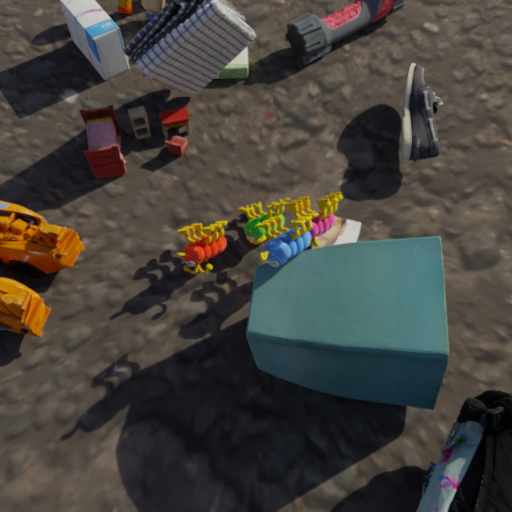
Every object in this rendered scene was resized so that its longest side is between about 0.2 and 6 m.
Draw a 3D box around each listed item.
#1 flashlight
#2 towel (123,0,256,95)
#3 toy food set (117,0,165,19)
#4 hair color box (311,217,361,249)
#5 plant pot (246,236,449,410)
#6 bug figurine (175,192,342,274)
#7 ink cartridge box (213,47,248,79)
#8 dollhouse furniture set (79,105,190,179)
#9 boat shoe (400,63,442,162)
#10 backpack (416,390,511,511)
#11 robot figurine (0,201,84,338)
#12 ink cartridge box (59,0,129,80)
[{"bbox_3d":[1.704,-4.642,10.693,2.540,0.863,0.860,-31,64,-17],"label":"flashlight"},{"bbox_3d":[-1.055,-3.486,9.024,1.638,1.978,0.847,-35,84,20],"label":"towel"},{"bbox_3d":[-1.426,-5.358,11.181,2.655,1.195,1.268,-13,46,-27],"label":"toy food set"},{"bbox_3d":[1.126,-0.041,8.329,0.613,0.364,1.122,15,58,11],"label":"hair color box"},{"bbox_3d":[1.121,0.825,7.156,2.304,1.627,1.628,2,56,11],"label":"plant pot"},{"bbox_3d":[0.114,-0.292,7.788,1.910,0.634,2.463,-28,18,-39],"label":"bug figurine"},{"bbox_3d":[-0.631,-3.894,10.597,0.931,0.307,1.280,-2,62,-1],"label":"ink cartridge box"},{"bbox_3d":[-1.935,-1.999,9.265,1.761,0.716,0.948,-13,61,-7],"label":"dollhouse furniture set"},{"bbox_3d":[2.779,-2.407,9.387,0.623,0.722,1.987,5,62,11],"label":"boat shoe"},{"bbox_3d":[2.595,3.091,5.784,2.268,1.720,2.718,32,62,17],"label":"backpack"},{"bbox_3d":[-4.288,-0.001,8.008,3.195,0.930,2.316,12,59,7],"label":"robot figurine"},{"bbox_3d":[-2.967,-4.063,10.295,0.564,0.963,1.332,-33,65,-17],"label":"ink cartridge box"}]
